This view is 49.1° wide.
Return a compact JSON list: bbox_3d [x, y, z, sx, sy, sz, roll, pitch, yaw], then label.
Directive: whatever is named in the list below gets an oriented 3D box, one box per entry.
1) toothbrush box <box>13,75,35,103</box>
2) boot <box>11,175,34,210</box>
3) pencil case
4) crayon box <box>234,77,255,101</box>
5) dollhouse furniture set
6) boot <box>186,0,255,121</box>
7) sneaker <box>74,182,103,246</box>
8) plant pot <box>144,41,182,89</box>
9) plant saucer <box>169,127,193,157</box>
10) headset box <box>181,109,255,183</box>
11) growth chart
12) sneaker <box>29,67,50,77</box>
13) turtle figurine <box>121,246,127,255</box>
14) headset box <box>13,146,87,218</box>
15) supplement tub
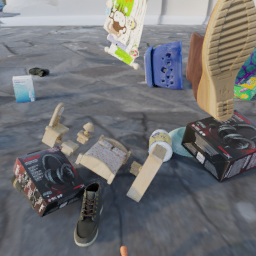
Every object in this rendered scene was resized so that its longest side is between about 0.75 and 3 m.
[{"bbox_3d":[-4.026,-1.512,10.867,0.701,0.957,0.408,-9,29,-15],"label":"toothbrush box"},{"bbox_3d":[-1.712,1.220,6.155,1.332,0.516,0.921,-23,47,-35],"label":"boot"},{"bbox_3d":[3.381,-1.690,7.567,0.624,0.677,1.465,15,-20,-11],"label":"pencil case"},{"bbox_3d":[4.831,-1.727,11.774,1.036,0.508,1.744,17,31,30],"label":"crayon box"},{"bbox_3d":[-0.446,0.322,6.173,2.421,1.072,1.255,30,19,6],"label":"dollhouse furniture set"},{"bbox_3d":[1.888,-1.890,6.668,1.078,2.978,2.478,-8,37,-4],"label":"boot"},{"bbox_3d":[-0.746,1.555,5.182,0.433,0.615,1.158,2,27,4],"label":"sneaker"},{"bbox_3d":[1.616,-2.816,12.595,1.637,1.821,1.821,0,27,11],"label":"plant pot"},{"bbox_3d":[1.838,0.291,8.043,1.596,0.307,1.596,0,26,0],"label":"plant saucer"},{"bbox_3d":[2.624,0.352,7.116,1.995,0.771,1.485,-15,44,-26],"label":"headset box"},{"bbox_3d":[-0.144,-3.690,9.366,0.263,2.968,2.148,-17,36,-39],"label":"growth chart"},{"bbox_3d":[-4.501,-2.798,14.028,1.032,0.395,0.591,5,20,-2],"label":"sneaker"},{"bbox_3d":[0.935,2.264,3.573,2.004,0.800,2.485,-8,28,-15],"label":"turtle figurine"},{"bbox_3d":[-1.623,0.994,5.721,0.974,0.505,1.309,-15,58,-45],"label":"headset box"},{"bbox_3d":[0.856,0.450,7.389,0.598,0.598,0.823,2,27,5],"label":"supplement tub"}]
